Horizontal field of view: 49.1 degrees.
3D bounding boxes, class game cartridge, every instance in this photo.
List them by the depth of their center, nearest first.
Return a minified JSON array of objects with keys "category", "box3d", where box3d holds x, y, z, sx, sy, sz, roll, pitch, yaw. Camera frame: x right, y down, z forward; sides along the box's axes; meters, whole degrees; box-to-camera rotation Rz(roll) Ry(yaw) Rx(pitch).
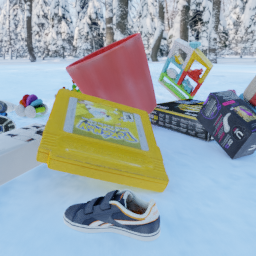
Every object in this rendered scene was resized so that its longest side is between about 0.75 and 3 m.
[{"category":"game cartridge","box3d":[-0.530,0.114,6.323,2.540,0.467,2.882,14,26,-14]}]

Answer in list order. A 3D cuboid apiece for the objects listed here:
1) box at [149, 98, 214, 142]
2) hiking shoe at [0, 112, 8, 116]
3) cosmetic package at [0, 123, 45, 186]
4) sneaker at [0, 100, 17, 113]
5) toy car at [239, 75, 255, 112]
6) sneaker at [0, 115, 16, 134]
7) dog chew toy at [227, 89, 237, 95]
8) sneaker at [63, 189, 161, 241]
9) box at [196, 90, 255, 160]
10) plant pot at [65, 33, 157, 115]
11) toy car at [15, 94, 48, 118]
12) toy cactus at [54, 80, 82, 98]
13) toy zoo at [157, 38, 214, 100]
[{"category":"box","box3d":[2.463,-0.409,9.995,2.367,0.731,2.965,-10,19,-35]},{"category":"hiking shoe","box3d":[-5.137,-0.529,10.900,0.365,0.425,0.981,10,19,32]},{"category":"cosmetic package","box3d":[-2.753,0.571,6.603,1.175,0.721,2.847,7,18,24]},{"category":"sneaker","box3d":[-5.677,-0.956,12.247,1.889,0.704,0.823,16,10,27]},{"category":"toy car","box3d":[6.081,-1.160,10.618,2.989,2.755,2.644,36,28,14]},{"category":"sneaker","box3d":[-4.767,-0.017,8.454,2.649,1.040,1.181,4,7,-17]},{"category":"dog chew toy","box3d":[3.911,-1.056,11.301,0.754,1.211,0.754,17,41,-15]},{"category":"sneaker","box3d":[-0.274,1.271,4.392,1.589,0.631,0.623,3,18,14]},{"category":"box","box3d":[2.742,-0.129,7.395,0.861,0.992,1.623,-8,48,-29]},{"category":"plant pot","box3d":[-0.373,-1.520,9.633,2.817,2.493,2.817,-22,20,8]},{"category":"toy car","box3d":[-3.949,-0.947,11.479,1.212,0.909,1.061,8,18,27]},{"category":"toy cactus","box3d":[-3.220,-1.962,15.292,1.595,0.988,1.933,-22,34,-31]},{"category":"toy zoo","box3d":[2.330,-2.368,11.518,0.287,2.807,1.841,-35,71,-31]}]
